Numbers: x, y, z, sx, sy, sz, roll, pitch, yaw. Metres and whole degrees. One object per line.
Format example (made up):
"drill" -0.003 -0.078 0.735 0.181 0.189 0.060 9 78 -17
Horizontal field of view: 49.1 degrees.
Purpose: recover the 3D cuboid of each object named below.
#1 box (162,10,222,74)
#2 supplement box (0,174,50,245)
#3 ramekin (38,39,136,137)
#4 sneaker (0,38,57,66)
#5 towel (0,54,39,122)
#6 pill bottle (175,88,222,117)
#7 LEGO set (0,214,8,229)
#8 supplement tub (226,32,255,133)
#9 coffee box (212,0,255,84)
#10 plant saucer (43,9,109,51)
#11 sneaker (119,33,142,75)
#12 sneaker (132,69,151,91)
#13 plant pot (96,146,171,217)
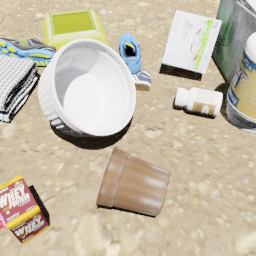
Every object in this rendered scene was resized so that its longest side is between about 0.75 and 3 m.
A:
"box" 2.346 -3.208 10.580 1.719 1.948 0.942 15 17 6
"supplement box" -2.623 2.010 6.898 0.765 1.152 1.136 -29 56 -22
"ramekin" -1.309 -1.052 8.487 1.504 2.866 2.866 -15 32 48
"sneaker" -4.177 -3.194 11.555 2.594 0.920 1.075 11 42 4
"towel" -4.678 -1.625 9.966 2.229 1.152 2.692 10 50 7
"pill bottle" 2.390 -0.923 9.583 1.470 0.840 0.840 12 51 11
"LEGO set" -4.095 2.006 7.151 2.090 0.797 0.858 32 57 26
"supplement tub" 4.285 -1.358 8.660 2.022 2.796 2.022 1 49 -1
"coffee box" 5.131 -3.476 10.307 2.946 2.975 2.980 -6 50 -6
"plant saucer" -2.505 -4.581 12.777 2.763 0.662 2.759 -11 51 -9
"sneaker" 0.096 -3.273 11.431 0.908 1.080 2.755 -4 49 -1
"sneaker" 0.211 -1.897 10.611 1.421 0.498 0.771 14 56 3
"plant pot" 0.178 1.441 7.216 1.587 1.603 1.603 16 51 4
